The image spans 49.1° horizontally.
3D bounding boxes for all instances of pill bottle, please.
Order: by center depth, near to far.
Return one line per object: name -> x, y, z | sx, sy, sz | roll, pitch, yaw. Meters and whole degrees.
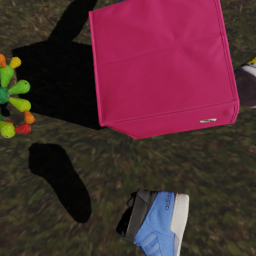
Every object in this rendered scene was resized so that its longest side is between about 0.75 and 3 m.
pill bottle -> 2.612, -1.047, 5.257 | 1.416, 0.809, 0.809 | -35, 67, -24

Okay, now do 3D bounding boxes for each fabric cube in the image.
fabric cube -> 0.837, -1.182, 5.961 | 2.420, 2.381, 2.427 | -10, 79, 16

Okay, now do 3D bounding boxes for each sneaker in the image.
sneaker -> 0.346, 1.857, 4.666 | 1.070, 1.924, 0.739 | 9, 25, 11

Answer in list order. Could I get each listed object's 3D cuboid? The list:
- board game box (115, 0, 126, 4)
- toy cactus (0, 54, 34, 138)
board game box -> 0.850, -3.752, 6.937 | 2.842, 0.520, 2.150 | -42, 27, 15
toy cactus -> -3.422, -0.700, 6.818 | 2.057, 1.275, 2.493 | -21, 72, -3
